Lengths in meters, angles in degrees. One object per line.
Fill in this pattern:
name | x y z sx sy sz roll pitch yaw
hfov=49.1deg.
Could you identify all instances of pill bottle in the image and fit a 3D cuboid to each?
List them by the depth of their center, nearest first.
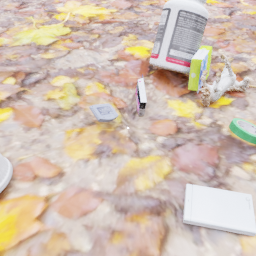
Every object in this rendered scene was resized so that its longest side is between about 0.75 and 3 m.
pill bottle | 1.903 -3.535 10.044 1.635 2.953 1.635 14 13 -3

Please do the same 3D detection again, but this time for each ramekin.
ramekin | -3.555 1.029 6.505 1.453 0.763 1.453 -10 41 9

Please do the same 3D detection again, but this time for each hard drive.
hard drive | 2.027 1.802 6.279 1.488 0.199 0.981 9 42 9

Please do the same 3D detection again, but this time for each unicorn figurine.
unicorn figurine | 3.239 -1.533 9.289 2.348 1.613 0.867 -30 42 -5

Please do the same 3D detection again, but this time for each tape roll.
tape roll | 3.373 0.079 7.941 0.987 0.237 0.987 17 30 -10

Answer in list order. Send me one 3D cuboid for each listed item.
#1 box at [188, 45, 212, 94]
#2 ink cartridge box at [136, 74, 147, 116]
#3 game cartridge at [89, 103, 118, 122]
box | 2.489 -2.044 9.650 0.434 1.111 1.822 13 35 21
ink cartridge box | 0.407 -1.081 8.973 0.241 0.616 1.301 2 52 -5
game cartridge | -0.681 -0.440 8.203 0.583 0.179 0.876 51 32 17
